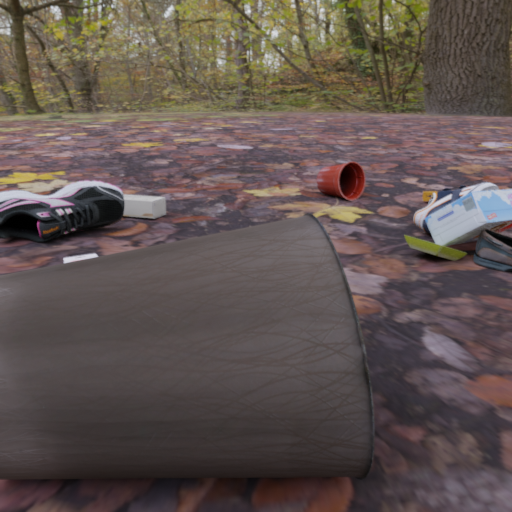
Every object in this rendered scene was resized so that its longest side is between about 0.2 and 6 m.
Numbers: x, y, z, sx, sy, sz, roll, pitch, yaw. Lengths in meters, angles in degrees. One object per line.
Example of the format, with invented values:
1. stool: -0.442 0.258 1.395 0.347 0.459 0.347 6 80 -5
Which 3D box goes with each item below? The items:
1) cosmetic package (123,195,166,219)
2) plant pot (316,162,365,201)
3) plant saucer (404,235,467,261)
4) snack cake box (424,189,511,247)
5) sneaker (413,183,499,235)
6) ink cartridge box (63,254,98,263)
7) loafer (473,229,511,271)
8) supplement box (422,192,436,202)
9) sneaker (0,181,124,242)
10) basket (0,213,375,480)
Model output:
1. cosmetic package: -2.815 -1.177 13.307 1.209 0.430 0.636 6 17 21
2. plant pot: 2.261 -2.044 15.308 1.039 1.039 1.010 -13 14 -35
3. plant saucer: 3.250 -0.121 10.241 0.857 0.205 0.856 11 8 -39
4. snack cake box: 4.269 -0.737 10.650 1.920 0.645 1.104 -8 -19 -40
5. sneaker: 4.332 -1.087 12.109 2.268 0.889 0.900 -23 33 -33
6. ink cartridge box: -2.784 0.283 9.111 0.578 0.335 0.993 -8 21 -23
7. loafer: 4.727 -0.004 9.464 2.022 0.636 0.726 12 22 35
8. supplement box: 4.719 -1.538 14.496 0.781 0.260 0.269 5 13 31
9. sneaker: -4.076 -0.740 11.515 2.770 1.113 1.196 -10 33 -8
10. basket: -0.811 0.848 4.901 2.955 2.010 2.664 -6 33 -5
